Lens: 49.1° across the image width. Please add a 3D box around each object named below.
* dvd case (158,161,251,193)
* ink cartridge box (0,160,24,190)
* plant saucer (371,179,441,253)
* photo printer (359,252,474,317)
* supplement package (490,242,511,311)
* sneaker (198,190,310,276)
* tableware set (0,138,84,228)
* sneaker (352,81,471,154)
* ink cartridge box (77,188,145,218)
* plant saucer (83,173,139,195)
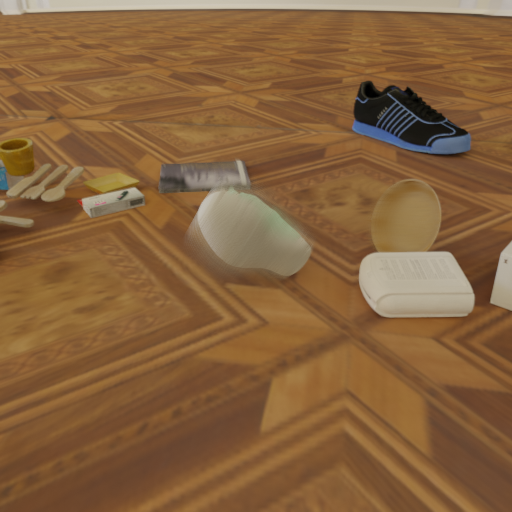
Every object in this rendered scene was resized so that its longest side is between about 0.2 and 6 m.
[{"bbox_3d":[-1.094,-1.680,11.780,1.843,0.147,1.370,-3,30,-5],"label":"dvd case"},{"bbox_3d":[-5.531,-1.680,11.522,1.197,0.399,0.693,3,30,5],"label":"ink cartridge box"},{"bbox_3d":[2.375,-0.523,8.739,0.234,1.324,1.324,9,20,-37],"label":"plant saucer"},{"bbox_3d":[2.150,0.383,7.789,1.394,0.484,1.160,-1,31,-1],"label":"photo printer"},{"bbox_3d":[3.973,0.172,7.801,0.849,0.838,1.400,22,36,34],"label":"supplement package"},{"bbox_3d":[-0.298,-0.492,7.658,1.357,0.847,2.301,43,9,34],"label":"sneaker"},{"bbox_3d":[-5.251,-0.948,9.489,3.097,0.706,4.598,7,36,11],"label":"tableware set"},{"bbox_3d":[3.725,-3.411,13.671,1.155,1.283,3.293,-25,38,-38],"label":"sneaker"},{"bbox_3d":[-2.786,-1.098,10.675,1.063,0.232,0.923,-18,35,-28],"label":"ink cartridge box"},{"bbox_3d":[-2.881,-1.391,11.176,0.833,0.202,0.833,-25,34,-36],"label":"plant saucer"}]
